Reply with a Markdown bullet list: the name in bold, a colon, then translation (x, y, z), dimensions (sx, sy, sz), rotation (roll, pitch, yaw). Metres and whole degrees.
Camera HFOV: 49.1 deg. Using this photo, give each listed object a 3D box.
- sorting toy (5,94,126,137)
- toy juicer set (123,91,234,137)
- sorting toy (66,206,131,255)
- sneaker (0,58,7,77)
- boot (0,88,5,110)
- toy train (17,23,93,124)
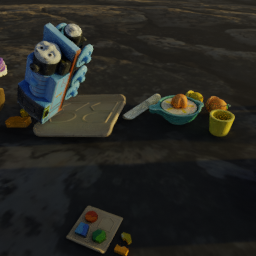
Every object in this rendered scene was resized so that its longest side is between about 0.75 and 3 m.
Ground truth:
- **sorting toy**: translation (-1.635, -0.333, 7.676), dimensions (2.901, 0.388, 2.161), rotation (0, 29, 11)
- **toy juicer set**: translation (1.452, -0.712, 7.805), dimensions (2.834, 0.771, 1.803), rotation (10, 35, 14)
- **sorting toy**: translation (-0.402, 1.695, 4.657), dimensions (1.031, 0.138, 0.768), rotation (13, 35, 20)
- **sneaker**: translation (-5.280, -2.093, 10.049), dimensions (0.730, 0.756, 1.812), rotation (19, 38, 28)
- **boot**: translation (-4.431, -0.639, 7.878), dimensions (1.389, 0.647, 1.796), rotation (2, 34, 5)
- **toy train**: translation (-1.664, -1.191, 6.255), dimensions (1.069, 2.467, 1.409), rotation (40, 54, 1)
